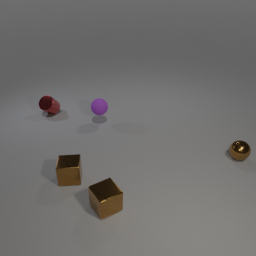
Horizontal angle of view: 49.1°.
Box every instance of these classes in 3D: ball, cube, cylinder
[{"bbox_3d":[3.857,0.768,9.651,0.700,0.700,0.700,0,31,0],"label":"ball"},{"bbox_3d":[-0.607,1.924,7.660,0.700,0.700,0.700,-19,38,-29],"label":"cube"},{"bbox_3d":[-1.822,1.311,8.730,0.700,0.700,0.700,-3,30,-5],"label":"cube"},{"bbox_3d":[-1.173,-0.870,11.494,0.700,0.700,0.700,0,31,0],"label":"ball"},{"bbox_3d":[-3.466,-1.010,12.393,0.700,0.700,0.700,9,-11,14],"label":"cylinder"}]
